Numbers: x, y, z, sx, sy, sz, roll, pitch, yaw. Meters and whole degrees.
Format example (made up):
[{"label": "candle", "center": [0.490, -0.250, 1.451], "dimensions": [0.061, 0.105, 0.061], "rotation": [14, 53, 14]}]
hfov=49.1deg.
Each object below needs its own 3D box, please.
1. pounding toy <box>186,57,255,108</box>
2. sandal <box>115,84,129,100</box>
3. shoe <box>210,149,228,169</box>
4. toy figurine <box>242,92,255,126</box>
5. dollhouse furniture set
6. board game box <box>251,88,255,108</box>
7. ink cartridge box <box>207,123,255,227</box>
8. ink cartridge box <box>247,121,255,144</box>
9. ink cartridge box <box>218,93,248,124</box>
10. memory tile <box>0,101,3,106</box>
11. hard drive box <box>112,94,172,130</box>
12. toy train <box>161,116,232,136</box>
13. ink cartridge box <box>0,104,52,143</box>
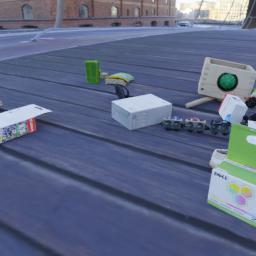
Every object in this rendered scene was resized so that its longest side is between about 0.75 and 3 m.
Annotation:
[{"label": "pounding toy", "center": [4.265, -1.981, 13.056], "dimensions": [2.591, 2.001, 2.814], "rotation": [14, 24, 10]}, {"label": "sandal", "center": [-0.249, -1.732, 13.388], "dimensions": [0.472, 0.742, 1.974], "rotation": [-9, 26, -9]}, {"label": "shoe", "center": [3.407, 0.948, 7.902], "dimensions": [2.074, 0.553, 0.725], "rotation": [4, 25, 8]}, {"label": "toy figurine", "center": [4.747, -0.397, 9.445], "dimensions": [1.739, 1.712, 1.210], "rotation": [24, 44, 38]}, {"label": "dollhouse furniture set", "center": [-1.026, -3.302, 16.166], "dimensions": [2.451, 1.230, 1.605], "rotation": [8, 26, 17]}, {"label": "board game box", "center": [6.206, -1.366, 12.997], "dimensions": [0.903, 0.423, 1.778], "rotation": [15, 29, 28]}, {"label": "ink cartridge box", "center": [2.635, 1.020, 6.136], "dimensions": [1.418, 1.919, 0.727], "rotation": [21, 32, 38]}, {"label": "ink cartridge box", "center": [4.347, 0.297, 9.295], "dimensions": [0.773, 0.357, 1.419], "rotation": [10, 35, 16]}, {"label": "ink cartridge box", "center": [4.065, -0.780, 11.065], "dimensions": [0.515, 0.890, 1.533], "rotation": [13, 25, -6]}, {"label": "memory tile", "center": [-6.669, -0.793, 11.625], "dimensions": [2.546, 0.214, 1.952], "rotation": [-19, 19, -34]}, {"label": "hard drive box", "center": [0.535, -0.689, 11.166], "dimensions": [1.931, 0.741, 1.505], "rotation": [-14, 28, -27]}, {"label": "toy train", "center": [2.360, -0.129, 9.901], "dimensions": [2.526, 0.431, 0.578], "rotation": [5, 44, 30]}, {"label": "ink cartridge box", "center": [-4.124, -0.193, 10.312], "dimensions": [1.297, 0.599, 2.380], "rotation": [19, 30, 35]}]
